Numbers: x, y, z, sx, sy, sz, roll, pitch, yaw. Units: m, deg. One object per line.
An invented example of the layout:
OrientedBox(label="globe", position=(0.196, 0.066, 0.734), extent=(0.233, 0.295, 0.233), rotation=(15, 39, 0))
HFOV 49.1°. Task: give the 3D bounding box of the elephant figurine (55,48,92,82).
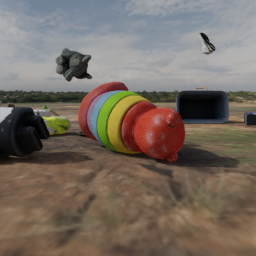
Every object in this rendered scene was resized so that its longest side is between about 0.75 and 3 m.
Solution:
OrientedBox(label="elephant figurine", position=(-1.899, -2.367, 10.792), extent=(1.376, 1.255, 1.774), rotation=(36, 11, 13))

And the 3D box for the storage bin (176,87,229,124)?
OrientedBox(label="storage bin", position=(3.546, -1.082, 14.247), extent=(2.536, 1.845, 1.703), rotation=(0, -4, -3))

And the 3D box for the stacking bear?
OrientedBox(label="stacking bear", position=(0.154, -0.088, 6.516), extent=(1.586, 1.693, 2.788), rotation=(-12, 19, -36))

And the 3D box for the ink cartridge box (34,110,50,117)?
OrientedBox(label="ink cartridge box", position=(-5.096, -0.686, 15.113), extent=(1.596, 0.542, 0.919), rotation=(-3, 8, -29))

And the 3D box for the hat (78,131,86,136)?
OrientedBox(label="hat", position=(-0.630, -0.202, 9.626), extent=(2.201, 0.888, 2.201), rotation=(-1, 6, 0))

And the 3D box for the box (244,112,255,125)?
OrientedBox(label="box", position=(5.998, -0.434, 13.075), extent=(0.991, 0.554, 1.404), rotation=(-1, 6, 18))

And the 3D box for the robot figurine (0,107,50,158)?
OrientedBox(label="robot figurine", position=(-2.666, 0.079, 6.129), extent=(1.770, 1.105, 1.330), rotation=(2, 3, 15))

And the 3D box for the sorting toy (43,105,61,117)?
OrientedBox(label="sorting toy", position=(-4.159, -0.845, 15.412), extent=(1.234, 0.182, 0.912), rotation=(41, -3, -16))

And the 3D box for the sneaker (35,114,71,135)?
OrientedBox(label="sneaker", position=(-2.979, -0.055, 9.675), extent=(1.923, 0.728, 1.010), rotation=(6, -8, -22))

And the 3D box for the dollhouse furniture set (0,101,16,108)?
OrientedBox(label="dollhouse furniture set", position=(-6.017, -0.205, 12.307), extent=(1.927, 1.103, 2.260), rotation=(8, 32, -22))

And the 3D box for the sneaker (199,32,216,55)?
OrientedBox(label="sneaker", position=(3.459, -3.797, 12.806), extent=(0.398, 1.054, 0.607), rotation=(-38, 2, -35))
